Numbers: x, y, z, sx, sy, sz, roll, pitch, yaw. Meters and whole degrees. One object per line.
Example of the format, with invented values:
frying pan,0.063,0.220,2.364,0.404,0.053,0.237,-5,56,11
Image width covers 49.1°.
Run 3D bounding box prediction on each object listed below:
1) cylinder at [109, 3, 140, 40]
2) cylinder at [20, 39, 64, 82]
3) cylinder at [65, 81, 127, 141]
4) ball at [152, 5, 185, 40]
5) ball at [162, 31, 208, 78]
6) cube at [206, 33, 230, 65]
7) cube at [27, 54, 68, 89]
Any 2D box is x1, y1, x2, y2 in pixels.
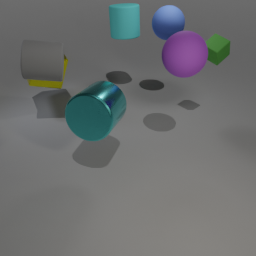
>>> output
cylinder,-0.153,-4.980,13.061,1.400,1.400,1.400,-2,30,1
cylinder,-3.083,-2.448,10.244,1.400,1.400,1.400,2,31,-12
cylinder,-0.888,-0.522,8.106,1.400,1.400,1.400,8,25,13
ball,1.720,-4.476,11.961,1.400,1.400,1.400,0,32,0
ball,1.742,-2.263,8.640,1.400,1.400,1.400,0,32,0
cube,3.267,-2.903,10.363,0.700,0.700,0.700,-42,58,-8
cube,-3.554,-2.674,12.028,1.400,1.400,1.400,1,36,-32
